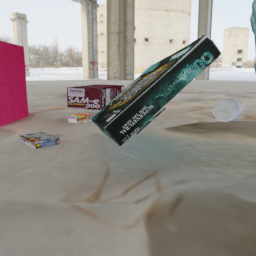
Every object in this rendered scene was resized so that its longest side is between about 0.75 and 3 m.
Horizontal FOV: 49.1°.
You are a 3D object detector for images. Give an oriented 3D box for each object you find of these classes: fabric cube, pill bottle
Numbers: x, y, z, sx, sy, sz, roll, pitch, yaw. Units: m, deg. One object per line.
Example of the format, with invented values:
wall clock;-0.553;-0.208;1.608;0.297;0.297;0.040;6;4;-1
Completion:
fabric cube;-4.328;-1.241;7.712;2.252;2.296;2.288;0;11;6
pill bottle;3.129;-0.586;8.586;0.655;0.655;1.204;9;14;36

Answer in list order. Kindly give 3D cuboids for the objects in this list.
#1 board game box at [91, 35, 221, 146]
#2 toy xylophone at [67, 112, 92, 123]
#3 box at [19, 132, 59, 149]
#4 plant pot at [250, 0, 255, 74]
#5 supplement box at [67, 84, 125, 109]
board game box;0.234;-0.604;5.106;1.926;0.401;2.848;-42;10;-5
toy xylophone;-1.408;-0.302;8.320;0.586;0.201;0.800;3;12;13
box;-1.836;0.242;5.776;0.523;0.152;0.764;-10;15;-42
plant pot;3.029;-0.846;3.185;2.780;2.730;2.722;-13;-25;21
supplement box;-1.266;-1.400;12.036;1.521;0.851;2.796;5;12;18
